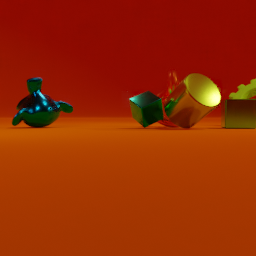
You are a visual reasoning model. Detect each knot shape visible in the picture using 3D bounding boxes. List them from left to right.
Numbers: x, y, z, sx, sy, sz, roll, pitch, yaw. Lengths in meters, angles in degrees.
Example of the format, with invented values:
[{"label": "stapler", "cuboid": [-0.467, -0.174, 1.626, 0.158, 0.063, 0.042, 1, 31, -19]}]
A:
[{"label": "knot shape", "cuboid": [1.797, -0.857, 9.655, 1.948, 2.082, 0.962, 24, -16, -31]}]

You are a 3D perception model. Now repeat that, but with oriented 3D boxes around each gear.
[{"label": "gear", "cuboid": [4.589, -0.940, 9.922, 2.020, 2.020, 0.374, 2, -38, 41]}]

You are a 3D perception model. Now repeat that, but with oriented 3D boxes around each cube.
[{"label": "cube", "cuboid": [0.554, -0.570, 8.326, 0.711, 0.711, 0.711, -25, 38, -18]}, {"label": "cube", "cuboid": [3.299, -0.419, 8.415, 0.855, 0.855, 0.855, 0, 2, 10]}]

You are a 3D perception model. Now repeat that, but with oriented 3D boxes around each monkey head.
[{"label": "monkey head", "cuboid": [-2.771, -0.753, 8.777, 1.989, 1.431, 1.198, -17, 45, -35]}]

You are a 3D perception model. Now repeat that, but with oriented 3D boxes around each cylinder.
[{"label": "cylinder", "cuboid": [1.798, -0.758, 7.967, 1.168, 1.168, 1.168, -1, -28, -27]}]
